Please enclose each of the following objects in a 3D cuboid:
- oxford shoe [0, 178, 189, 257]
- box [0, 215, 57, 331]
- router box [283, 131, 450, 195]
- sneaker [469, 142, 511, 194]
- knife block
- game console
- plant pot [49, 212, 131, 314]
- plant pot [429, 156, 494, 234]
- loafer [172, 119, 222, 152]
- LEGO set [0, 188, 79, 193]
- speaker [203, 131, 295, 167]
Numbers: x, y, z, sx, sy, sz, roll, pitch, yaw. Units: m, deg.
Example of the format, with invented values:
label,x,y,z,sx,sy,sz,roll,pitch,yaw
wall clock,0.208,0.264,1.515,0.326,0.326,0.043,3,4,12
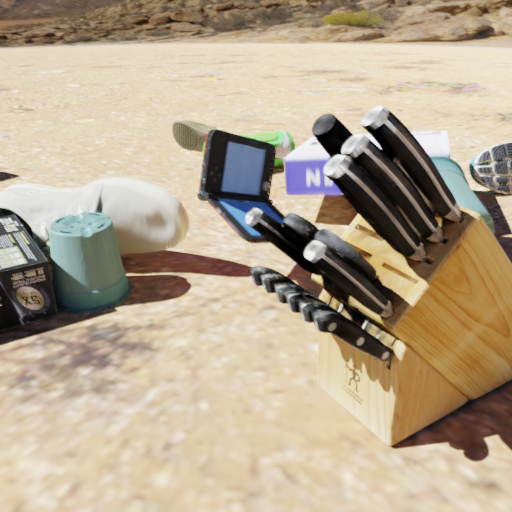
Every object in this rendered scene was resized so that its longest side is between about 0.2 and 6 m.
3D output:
label,x,y,z,sx,sy,sz,roll,pitch,yaw
oxford shoe,-2.542,-0.430,8.114,3.382,1.272,0.977,4,37,21
box,-3.608,0.247,7.181,1.529,0.804,1.867,-16,30,-30
router box,2.064,-1.708,10.107,2.694,0.658,2.417,1,20,18
sneaker,5.277,-1.863,11.801,2.684,1.040,1.069,-12,10,-36
knife block,1.568,0.011,5.112,3.425,3.007,1.096,-15,30,-29
game console,0.052,-0.916,7.590,0.928,1.348,1.564,13,9,33
plant pot,-2.228,0.044,7.345,1.065,1.043,1.065,0,27,0
plant pot,2.736,-0.591,8.243,1.318,1.318,1.291,-4,37,-8
loafer,-1.367,-3.021,14.333,1.870,0.711,0.631,27,34,27
LEGO set,-4.266,-0.791,10.040,1.824,0.599,2.442,-4,15,-3
speaker,-0.152,-2.336,12.627,1.987,0.879,0.879,-12,28,-23
